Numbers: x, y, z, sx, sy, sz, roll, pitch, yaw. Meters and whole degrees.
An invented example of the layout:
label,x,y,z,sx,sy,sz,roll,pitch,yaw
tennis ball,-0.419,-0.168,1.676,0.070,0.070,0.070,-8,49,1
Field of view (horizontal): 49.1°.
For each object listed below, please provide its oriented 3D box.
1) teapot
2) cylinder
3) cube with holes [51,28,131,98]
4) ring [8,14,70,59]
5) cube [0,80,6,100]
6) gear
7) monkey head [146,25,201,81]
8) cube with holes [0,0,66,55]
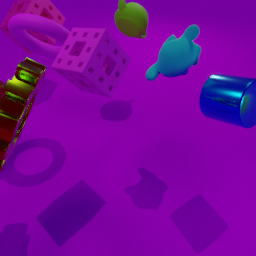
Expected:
label,x,y,z,sx,sy,sz,roll,pitch,yaw
teapot,0.135,-3.516,8.866,1.109,1.784,0.874,12,66,39
cylinder,2.171,-0.579,5.798,0.986,0.986,0.986,-28,30,-27
cube with holes,-0.749,-1.361,5.857,0.984,0.984,0.984,18,77,38
ring,-2.103,-2.250,7.084,1.784,1.784,0.357,12,79,13
cube,-3.491,-0.823,6.801,0.759,0.759,0.759,30,19,16
gear,-1.961,-0.226,4.842,0.361,1.952,1.952,23,40,-16
monkey head,1.032,-1.709,6.348,0.934,1.550,1.115,3,50,-52
cube with holes,-3.302,-3.677,9.811,1.343,1.343,1.343,-8,56,32
